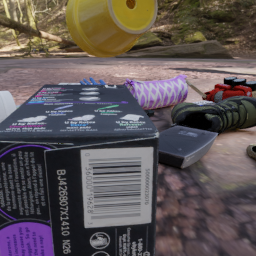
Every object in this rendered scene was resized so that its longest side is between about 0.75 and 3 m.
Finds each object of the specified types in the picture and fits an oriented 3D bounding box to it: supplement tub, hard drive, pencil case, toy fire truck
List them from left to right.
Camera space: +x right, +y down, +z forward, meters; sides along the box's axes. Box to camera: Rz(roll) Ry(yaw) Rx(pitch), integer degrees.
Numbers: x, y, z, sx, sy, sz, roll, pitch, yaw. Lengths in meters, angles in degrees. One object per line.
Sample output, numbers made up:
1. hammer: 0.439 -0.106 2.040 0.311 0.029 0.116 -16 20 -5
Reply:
1. supplement tub: -3.513 -0.026 5.906 2.091 1.379 1.379 -13 21 -32
2. pencil case: 0.997 -1.358 10.580 2.820 1.206 1.184 -11 25 -35
3. hard drive: 1.182 0.378 6.294 1.206 0.379 1.789 12 21 34
4. toy fire truck: 3.399 -1.238 10.274 2.228 1.434 1.961 -15 21 -11

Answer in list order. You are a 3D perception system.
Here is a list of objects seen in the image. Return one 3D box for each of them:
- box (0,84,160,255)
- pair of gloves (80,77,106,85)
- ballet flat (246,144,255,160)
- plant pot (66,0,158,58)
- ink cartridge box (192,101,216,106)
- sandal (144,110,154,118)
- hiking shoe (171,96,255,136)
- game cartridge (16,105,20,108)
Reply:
1. box: -0.591 0.430 3.798 1.489 1.716 2.808 -1 18 -7
2. pair of gloves: -1.657 -1.313 10.723 2.212 0.252 1.778 -27 46 -30
3. ballet flat: 2.784 0.569 5.765 0.468 0.322 1.389 3 17 10
4. plant pot: -0.336 -3.070 7.488 2.170 2.170 2.041 -9 11 -27
5. ink cartridge box: 2.492 -0.719 10.026 1.390 0.307 0.654 -11 19 -32
6. sandal: 0.479 -0.478 9.169 0.539 0.343 1.434 6 18 18
7. hiking shoe: 2.463 -0.174 7.453 2.640 1.000 1.329 -5 24 14
8. game cartridge: -3.626 -0.598 9.780 0.860 0.261 1.290 -7 18 -33
